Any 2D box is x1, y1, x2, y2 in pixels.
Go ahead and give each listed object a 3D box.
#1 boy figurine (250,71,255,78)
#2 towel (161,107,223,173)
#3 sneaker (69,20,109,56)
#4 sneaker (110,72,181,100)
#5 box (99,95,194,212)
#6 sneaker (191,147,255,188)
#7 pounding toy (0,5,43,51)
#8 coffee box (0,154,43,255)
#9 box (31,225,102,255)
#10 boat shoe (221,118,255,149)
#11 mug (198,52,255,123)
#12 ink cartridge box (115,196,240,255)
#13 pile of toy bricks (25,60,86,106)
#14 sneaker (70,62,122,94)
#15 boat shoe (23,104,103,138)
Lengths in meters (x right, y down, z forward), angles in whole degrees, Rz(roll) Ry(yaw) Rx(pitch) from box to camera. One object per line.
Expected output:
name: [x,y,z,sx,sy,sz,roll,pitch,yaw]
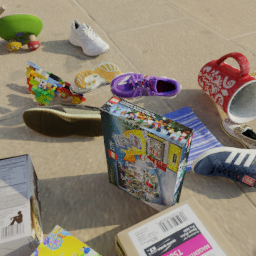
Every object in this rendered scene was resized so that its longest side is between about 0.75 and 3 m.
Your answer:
boy figurine: [5.464,-1.445,10.836,1.283,0.665,2.064,-7,49,-21]
towel: [1.938,0.285,9.391,1.800,0.296,2.486,-17,47,-16]
sneaker: [-1.956,-4.297,13.407,2.649,1.154,0.987,33,53,27]
sneaker: [0.399,-1.001,6.408,1.644,0.663,0.686,-1,1,2]
box: [0.391,0.812,6.927,2.040,2.987,0.563,26,52,24]
sneaker: [3.159,1.216,7.965,2.579,0.967,1.090,-3,41,-3]
pounding toy: [-5.250,-4.313,13.163,2.258,1.357,2.925,-16,-1,26]
coffee box: [-2.736,1.975,6.949,0.938,1.328,2.350,-11,45,-11]
box: [-1.242,3.512,5.399,2.075,1.314,2.154,25,51,23]
boat shoe: [3.858,0.160,9.294,0.650,0.595,1.740,-25,50,-23]
mug: [3.704,-1.659,9.932,1.583,2.106,2.373,5,30,-21]
ink cartridge box: [1.087,2.871,6.375,2.240,0.841,1.846,-20,48,-21]
pile of toy bricks: [-3.045,-1.402,10.616,2.626,1.457,1.296,29,90,13]
sneaker: [-1.179,-1.755,10.063,2.112,0.926,0.799,-21,85,-39]
boat shoe: [-2.025,-0.307,9.563,2.954,1.081,0.957,8,35,2]
